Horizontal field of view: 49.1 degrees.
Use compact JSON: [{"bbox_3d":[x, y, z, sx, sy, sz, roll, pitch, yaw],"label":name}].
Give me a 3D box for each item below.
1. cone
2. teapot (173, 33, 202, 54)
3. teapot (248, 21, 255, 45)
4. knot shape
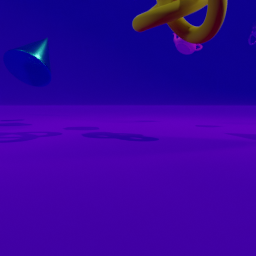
[{"bbox_3d":[-2.778,-2.307,8.628,1.470,1.475,1.470,12,-33,8],"label":"cone"},{"bbox_3d":[2.023,-2.982,9.789,1.185,0.580,0.737,27,-15,16],"label":"teapot"},{"bbox_3d":[3.735,-2.669,7.431,1.216,0.595,0.756,-38,18,19],"label":"teapot"},{"bbox_3d":[1.037,-2.256,4.971,0.871,1.885,1.764,27,17,-50],"label":"knot shape"}]
